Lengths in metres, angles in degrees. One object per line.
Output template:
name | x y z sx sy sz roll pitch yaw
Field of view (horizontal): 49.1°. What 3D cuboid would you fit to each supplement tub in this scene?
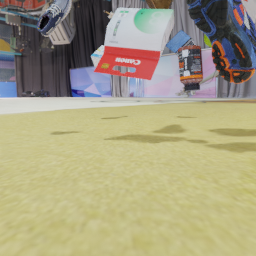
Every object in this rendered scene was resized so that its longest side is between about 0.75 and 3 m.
supplement tub | 1.448 -1.361 6.458 0.539 1.009 0.539 -5 4 0

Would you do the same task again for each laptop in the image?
laptop | 2.347 -3.464 12.077 0.603 1.040 0.974 -10 -25 -51

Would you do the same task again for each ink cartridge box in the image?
ink cartridge box | 0.124 -2.090 6.710 1.531 1.903 0.477 12 -29 22
ink cartridge box | -1.032 -2.980 11.772 0.584 0.587 0.800 20 58 31

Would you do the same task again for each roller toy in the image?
roller toy | 2.751 -3.232 7.901 1.600 1.460 1.118 -22 38 -1

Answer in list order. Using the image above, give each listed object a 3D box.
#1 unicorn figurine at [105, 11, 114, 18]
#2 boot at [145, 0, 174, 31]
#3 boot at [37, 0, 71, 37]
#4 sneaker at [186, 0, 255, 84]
unicorn figurine | -0.560 -4.558 12.597 0.514 1.393 0.957 -33 1 -13
boot | 1.107 -3.723 8.547 0.860 0.839 2.278 -29 -26 14
boot | -2.006 -3.142 7.672 0.487 1.340 0.605 30 5 -7
sneaker | 2.075 -2.268 5.929 1.035 2.639 0.994 -27 10 -39
